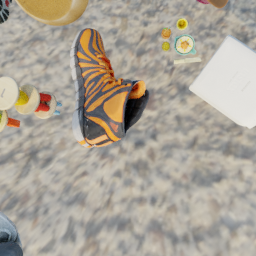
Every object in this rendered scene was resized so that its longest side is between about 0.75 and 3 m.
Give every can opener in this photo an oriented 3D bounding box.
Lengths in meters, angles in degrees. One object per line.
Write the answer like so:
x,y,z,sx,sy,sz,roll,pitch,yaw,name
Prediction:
-2.063,1.564,2.658,2.242,0.745,0.590,-31,92,-2,can opener

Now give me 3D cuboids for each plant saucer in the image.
-1.625,-2.758,5.394,1.768,1.768,0.313,10,46,6,plant saucer

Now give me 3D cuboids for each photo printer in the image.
2.425,-0.931,6.034,1.717,0.596,1.429,38,105,8,photo printer

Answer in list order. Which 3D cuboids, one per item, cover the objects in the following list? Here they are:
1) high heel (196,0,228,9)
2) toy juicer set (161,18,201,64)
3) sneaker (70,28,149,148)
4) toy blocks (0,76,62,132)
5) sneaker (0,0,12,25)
1.298,-3.895,6.761,0.907,2.690,1.293,-44,38,20,high heel
1.187,-1.877,6.507,0.739,1.161,0.316,-22,29,17,toy juicer set
-0.279,-0.836,4.916,1.285,0.890,2.294,-14,74,31,sneaker
-2.071,-0.315,5.334,1.312,1.574,0.572,-29,75,14,toy blocks
-3.499,-3.154,7.330,0.646,0.624,1.548,-17,47,15,sneaker
